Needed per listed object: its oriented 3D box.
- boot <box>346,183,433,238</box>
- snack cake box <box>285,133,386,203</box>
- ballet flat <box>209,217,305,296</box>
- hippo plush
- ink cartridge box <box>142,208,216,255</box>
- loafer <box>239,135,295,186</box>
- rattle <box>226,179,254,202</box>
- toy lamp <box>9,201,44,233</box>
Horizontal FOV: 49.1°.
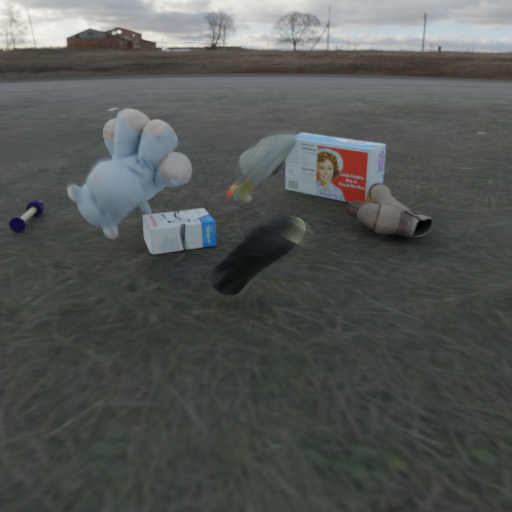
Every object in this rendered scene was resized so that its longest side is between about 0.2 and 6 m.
[{"bbox_3d":[3.222,-0.973,12.919,1.723,0.828,2.356,22,31,29],"label":"boot"},{"bbox_3d":[2.073,-2.377,15.077,2.631,1.513,0.884,18,29,35],"label":"snack cake box"},{"bbox_3d":[0.043,-0.007,9.019,0.564,1.985,0.660,26,41,-40],"label":"ballet flat"},{"bbox_3d":[-2.897,-1.668,11.502,2.600,2.071,2.090,-29,11,47],"label":"hippo plush"},{"bbox_3d":[-1.655,-0.545,11.979,1.389,0.585,1.014,-8,24,-19],"label":"ink cartridge box"},{"bbox_3d":[0.318,-2.332,13.321,0.772,0.771,2.209,6,30,32],"label":"loafer"},{"bbox_3d":[-0.290,-1.616,13.180,0.656,0.598,0.918,-35,-17,16],"label":"rattle"},{"bbox_3d":[-5.375,-0.976,13.244,0.419,0.419,1.439,-1,24,-2],"label":"toy lamp"}]
